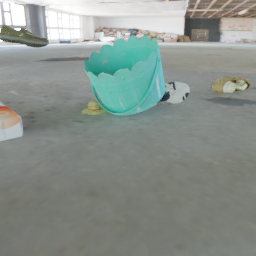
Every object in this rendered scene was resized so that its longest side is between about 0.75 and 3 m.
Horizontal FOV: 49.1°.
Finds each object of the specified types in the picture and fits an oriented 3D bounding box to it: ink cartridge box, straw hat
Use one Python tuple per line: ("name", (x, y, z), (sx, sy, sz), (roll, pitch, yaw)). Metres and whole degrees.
("ink cartridge box", (-4.684, -0.078, 7.711), (2.836, 0.711, 2.300), (-12, 23, -36))
("straw hat", (-1.211, -0.768, 9.995), (0.907, 0.384, 0.907), (0, 21, 0))

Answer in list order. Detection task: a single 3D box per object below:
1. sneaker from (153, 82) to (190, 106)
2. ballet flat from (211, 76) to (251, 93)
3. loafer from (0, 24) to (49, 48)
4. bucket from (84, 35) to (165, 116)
("sneaker", (1.220, -1.532, 11.262), (2.262, 0.903, 1.472), (-19, 34, -18))
("ballet flat", (4.760, -1.948, 12.724), (2.165, 0.763, 0.707), (-14, 33, -27))
("loafer", (-3.329, -2.990, 9.048), (1.570, 0.547, 0.590), (3, 0, -32))
("bucket", (-0.034, -1.814, 9.718), (2.735, 1.779, 2.735), (-15, 36, 11))
